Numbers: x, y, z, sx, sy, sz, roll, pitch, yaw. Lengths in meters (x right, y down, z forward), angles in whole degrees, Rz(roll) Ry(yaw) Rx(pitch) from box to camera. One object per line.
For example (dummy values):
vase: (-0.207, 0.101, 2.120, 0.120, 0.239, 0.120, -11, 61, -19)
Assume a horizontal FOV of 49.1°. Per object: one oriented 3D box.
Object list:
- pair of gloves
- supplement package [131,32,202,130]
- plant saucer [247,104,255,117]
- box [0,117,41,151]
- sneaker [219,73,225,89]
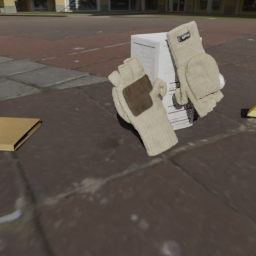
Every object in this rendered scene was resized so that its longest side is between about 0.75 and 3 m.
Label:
pair of gloves: (1.032, -0.980, 7.092, 2.873, 2.443, 0.504, -37, 17, -12)
supplement package: (1.028, -1.356, 8.282, 1.433, 2.617, 1.489, -14, 29, -26)
plant saucer: (4.213, -0.653, 8.620, 0.829, 0.829, 0.201, 5, 56, -20)
box: (-3.853, 0.114, 8.002, 2.137, 0.227, 1.747, 3, 25, 6)
sneaker: (2.325, -1.612, 10.870, 2.732, 1.018, 1.190, 1, 37, 29)
